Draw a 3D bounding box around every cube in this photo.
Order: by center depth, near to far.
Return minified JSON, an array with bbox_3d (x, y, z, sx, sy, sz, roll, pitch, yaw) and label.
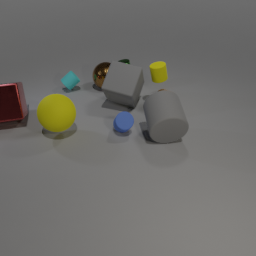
[{"bbox_3d":[-4.934,-1.045,11.233,1.400,1.400,1.400,-9,13,-11],"label":"cube"},{"bbox_3d":[-0.180,-1.918,12.411,1.400,1.400,1.400,17,77,12],"label":"cube"}]

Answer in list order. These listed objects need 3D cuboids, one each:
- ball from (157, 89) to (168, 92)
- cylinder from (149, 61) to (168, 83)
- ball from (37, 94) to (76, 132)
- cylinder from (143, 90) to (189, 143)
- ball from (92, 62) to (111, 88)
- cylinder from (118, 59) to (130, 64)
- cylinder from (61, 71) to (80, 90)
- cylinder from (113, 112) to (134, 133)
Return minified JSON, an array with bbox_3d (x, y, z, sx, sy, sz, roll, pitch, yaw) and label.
[{"bbox_3d":[1.632,-1.470,13.028,0.700,0.700,0.700,0,31,0],"label":"ball"},{"bbox_3d":[1.321,-2.400,12.052,0.700,0.700,0.700,-10,35,7],"label":"cylinder"},{"bbox_3d":[-2.615,-0.550,10.288,1.400,1.400,1.400,0,31,0],"label":"ball"},{"bbox_3d":[1.350,-0.399,10.184,1.400,1.400,1.400,-4,49,-7],"label":"cylinder"},{"bbox_3d":[-1.126,-2.680,14.397,1.400,1.400,1.400,0,31,0],"label":"ball"},{"bbox_3d":[-0.192,-2.924,13.737,0.700,0.700,0.700,-11,33,7],"label":"cylinder"},{"bbox_3d":[-2.905,-2.407,14.156,0.700,0.700,0.700,-41,35,6],"label":"cylinder"},{"bbox_3d":[-0.178,-0.216,10.671,0.700,0.700,0.700,-7,-8,-11],"label":"cylinder"}]
